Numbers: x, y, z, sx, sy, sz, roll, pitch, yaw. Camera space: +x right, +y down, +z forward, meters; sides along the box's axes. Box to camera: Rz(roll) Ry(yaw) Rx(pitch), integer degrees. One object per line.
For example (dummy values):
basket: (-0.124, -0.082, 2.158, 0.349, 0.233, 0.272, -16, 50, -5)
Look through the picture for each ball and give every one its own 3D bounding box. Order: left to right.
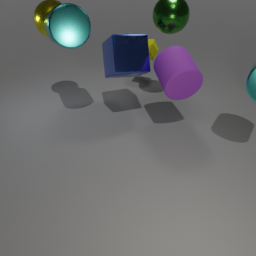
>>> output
ball: (-2.895, -4.171, 10.757, 1.400, 1.400, 1.400, 0, 34, 0)
ball: (1.635, -4.312, 10.673, 1.400, 1.400, 1.400, 0, 34, 0)

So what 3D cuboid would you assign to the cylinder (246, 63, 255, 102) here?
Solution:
cylinder: (4.475, -1.484, 8.710, 1.400, 1.400, 1.400, 15, 24, 22)

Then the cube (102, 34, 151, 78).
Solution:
cube: (-0.096, -2.727, 10.769, 1.400, 1.400, 1.400, -7, 5, -21)

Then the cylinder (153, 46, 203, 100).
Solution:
cylinder: (1.773, -1.963, 10.051, 1.400, 1.400, 1.400, -8, 52, -12)

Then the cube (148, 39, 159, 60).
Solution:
cube: (0.927, -3.700, 13.218, 0.700, 0.700, 0.700, 12, 70, 31)

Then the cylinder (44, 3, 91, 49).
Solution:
cylinder: (-2.118, -3.523, 9.696, 1.400, 1.400, 1.400, -12, 24, -18)
